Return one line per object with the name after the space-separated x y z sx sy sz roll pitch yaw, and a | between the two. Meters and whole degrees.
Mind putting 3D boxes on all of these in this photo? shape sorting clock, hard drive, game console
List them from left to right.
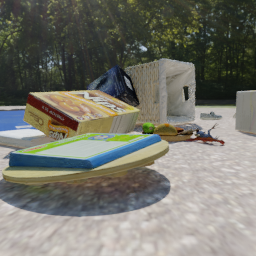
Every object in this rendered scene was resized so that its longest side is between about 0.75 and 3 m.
-4.078 0.106 9.476 2.009 1.393 2.354 39 27 27 | game console
-2.670 0.268 7.663 2.020 0.270 1.332 5 8 37 | hard drive
-0.619 0.476 4.462 2.558 0.502 2.558 -5 8 1 | shape sorting clock

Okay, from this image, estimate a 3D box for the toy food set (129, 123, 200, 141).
1.223 0.057 8.575 2.462 0.494 1.699 0 6 -2 | toy food set

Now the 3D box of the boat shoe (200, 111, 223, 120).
4.865 -0.738 16.341 1.323 0.471 0.462 0 6 -1 | boat shoe

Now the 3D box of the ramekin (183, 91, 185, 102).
2.555 -1.495 15.881 1.073 2.202 2.202 -7 5 5 | ramekin

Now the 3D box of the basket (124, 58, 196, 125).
1.613 -1.634 13.479 2.349 2.894 2.921 2 6 41 | basket

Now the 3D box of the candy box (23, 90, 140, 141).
-1.133 -0.367 7.869 1.729 0.828 2.995 28 21 23 | candy box

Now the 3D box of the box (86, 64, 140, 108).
-0.704 -1.425 12.213 1.836 1.851 1.140 -33 -42 19 | box

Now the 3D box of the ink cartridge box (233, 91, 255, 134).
4.961 -0.583 9.862 1.529 1.489 2.378 -2 7 -15 | ink cartridge box

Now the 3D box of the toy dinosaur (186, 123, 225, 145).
2.190 0.317 7.600 0.498 0.948 0.860 41 11 -25 | toy dinosaur
